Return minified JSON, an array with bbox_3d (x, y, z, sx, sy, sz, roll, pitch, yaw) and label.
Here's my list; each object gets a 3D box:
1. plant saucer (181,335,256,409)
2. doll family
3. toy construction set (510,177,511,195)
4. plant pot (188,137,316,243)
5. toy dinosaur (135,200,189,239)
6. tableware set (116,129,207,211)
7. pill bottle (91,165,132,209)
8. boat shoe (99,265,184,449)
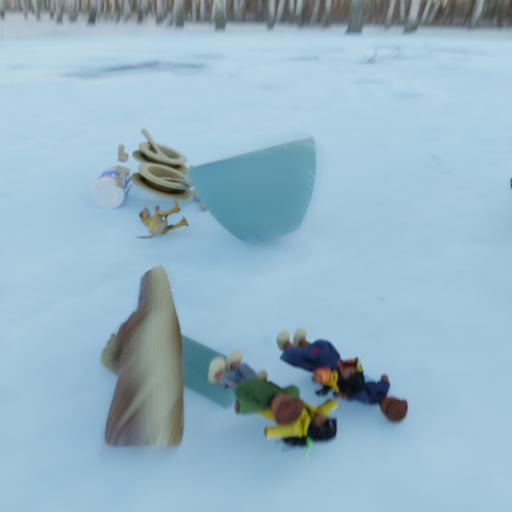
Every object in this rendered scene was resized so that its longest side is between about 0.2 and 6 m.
[{"bbox_3d":[-0.838,1.193,6.532,1.819,0.173,0.636,20,33,32],"label":"plant saucer"},{"bbox_3d":[0.617,1.330,5.542,2.151,0.844,1.244,-18,26,-37],"label":"doll family"},{"bbox_3d":[5.772,-1.068,9.515,2.212,1.554,3.373,-27,21,0],"label":"toy construction set"},{"bbox_3d":[0.072,-1.030,9.298,2.106,1.419,2.106,-14,10,3],"label":"plant pot"},{"bbox_3d":[-1.660,-0.516,9.736,0.901,0.512,1.696,-27,21,-9],"label":"toy dinosaur"},{"bbox_3d":[-1.897,-1.884,11.597,1.866,0.566,2.823,14,23,-18],"label":"tableware set"},{"bbox_3d":[-2.864,-1.431,11.277,0.645,0.645,1.152,0,26,0],"label":"pill bottle"},{"bbox_3d":[-1.233,0.974,5.871,0.837,0.839,2.327,-9,42,-3],"label":"boat shoe"}]
